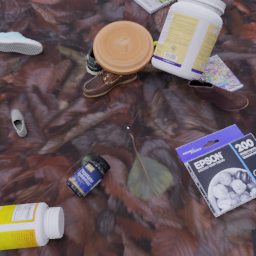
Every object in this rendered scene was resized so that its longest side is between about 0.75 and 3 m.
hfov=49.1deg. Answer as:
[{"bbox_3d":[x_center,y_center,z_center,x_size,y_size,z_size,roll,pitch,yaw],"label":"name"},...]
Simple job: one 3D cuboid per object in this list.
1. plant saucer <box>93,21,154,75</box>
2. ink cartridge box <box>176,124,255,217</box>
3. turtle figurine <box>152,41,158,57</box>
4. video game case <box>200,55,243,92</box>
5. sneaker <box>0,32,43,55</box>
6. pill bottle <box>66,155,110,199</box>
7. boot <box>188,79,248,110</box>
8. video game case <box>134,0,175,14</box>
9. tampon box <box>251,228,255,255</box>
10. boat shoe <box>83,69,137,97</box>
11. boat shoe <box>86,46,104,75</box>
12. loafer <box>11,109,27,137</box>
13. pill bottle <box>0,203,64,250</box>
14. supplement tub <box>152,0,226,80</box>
[{"bbox_3d":[-0.166,-2.958,10.087,2.191,0.354,2.191,0,72,1],"label":"plant saucer"},{"bbox_3d":[3.141,1.140,8.817,2.438,0.534,2.461,-22,62,-11],"label":"ink cartridge box"},{"bbox_3d":[0.568,-3.325,11.188,1.647,0.658,2.043,13,62,7],"label":"turtle figurine"},{"bbox_3d":[3.386,-1.990,10.746,1.233,0.155,1.722,-23,64,-12],"label":"video game case"},{"bbox_3d":[-4.370,-3.526,11.244,2.056,0.760,0.842,9,66,4],"label":"sneaker"},{"bbox_3d":[-1.176,1.457,8.532,0.717,0.717,1.282,40,69,20],"label":"pill bottle"},{"bbox_3d":[3.005,-1.114,9.345,1.774,1.475,0.642,17,89,32],"label":"boot"},{"bbox_3d":[1.107,-6.237,13.050,1.752,0.220,1.925,-35,66,-17],"label":"video game case"},{"bbox_3d":[4.120,3.201,7.538,1.230,0.776,0.922,5,61,3],"label":"tampon box"},{"bbox_3d":[-0.676,-1.902,10.341,2.231,0.785,0.785,-28,61,-13],"label":"boat shoe"},{"bbox_3d":[-0.767,-3.319,11.047,0.965,0.909,2.688,23,64,15],"label":"boat shoe"},{"bbox_3d":[-3.771,-0.230,9.637,0.399,0.398,1.140,-26,64,-13],"label":"loafer"},{"bbox_3d":[-2.853,2.659,7.635,2.073,1.132,1.132,-4,61,-2],"label":"pill bottle"},{"bbox_3d":[2.094,-3.157,9.766,1.904,1.904,2.619,24,107,12],"label":"supplement tub"}]
